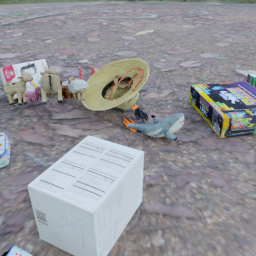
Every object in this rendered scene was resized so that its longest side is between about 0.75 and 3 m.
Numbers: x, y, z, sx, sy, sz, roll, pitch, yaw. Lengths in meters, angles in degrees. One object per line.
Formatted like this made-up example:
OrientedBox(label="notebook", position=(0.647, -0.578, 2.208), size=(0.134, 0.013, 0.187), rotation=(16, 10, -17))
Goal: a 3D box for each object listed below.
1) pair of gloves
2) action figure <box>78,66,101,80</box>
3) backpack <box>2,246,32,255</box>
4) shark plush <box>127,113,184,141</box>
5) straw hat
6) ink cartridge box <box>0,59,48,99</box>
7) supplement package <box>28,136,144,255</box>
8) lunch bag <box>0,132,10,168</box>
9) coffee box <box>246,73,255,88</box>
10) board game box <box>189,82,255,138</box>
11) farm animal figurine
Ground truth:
OrientedBox(label="pair of gloves", position=(0.237, -0.327, 9.805), size=(0.867, 0.107, 0.772), rotation=(-45, 77, -1))
OrientedBox(label="action figure", position=(-1.568, -2.430, 12.845), size=(0.972, 1.474, 2.979), rotation=(1, 33, 2))
OrientedBox(label="backpack", position=(-1.855, 2.664, 4.423), size=(0.924, 1.151, 1.258), rotation=(24, 30, -1))
OrientedBox(label="shark plush", position=(0.944, -0.134, 9.434), size=(1.844, 0.768, 0.838), rotation=(3, 25, 21))
OrientedBox(label="straw hat", position=(-0.290, -1.363, 10.953), size=(2.892, 1.224, 2.892), rotation=(-17, 47, 19))
OrientedBox(label="ink cartridge box", position=(-4.369, -2.110, 12.116), size=(1.875, 1.384, 0.803), rotation=(-21, 15, -30))
OrientedBox(label="supplement package", position=(-0.763, 1.432, 6.048), size=(1.523, 1.534, 2.021), rotation=(15, 33, 23))
OrientedBox(label="lunch bag", position=(-4.133, 0.717, 8.285), size=(1.163, 0.548, 1.452), rotation=(-11, 31, -15))
OrientedBox(label="coffee box", position=(5.610, -1.725, 12.108), size=(0.316, 0.884, 1.438), rotation=(-6, 32, -12))
OrientedBox(label="board game box", position=(4.013, -0.814, 10.585), size=(2.464, 0.845, 2.981), rotation=(-6, 31, -8))
OrientedBox(label="farm animal figurine", position=(-3.196, -1.656, 10.697), size=(2.683, 1.399, 2.653), rotation=(-12, 14, -31))
